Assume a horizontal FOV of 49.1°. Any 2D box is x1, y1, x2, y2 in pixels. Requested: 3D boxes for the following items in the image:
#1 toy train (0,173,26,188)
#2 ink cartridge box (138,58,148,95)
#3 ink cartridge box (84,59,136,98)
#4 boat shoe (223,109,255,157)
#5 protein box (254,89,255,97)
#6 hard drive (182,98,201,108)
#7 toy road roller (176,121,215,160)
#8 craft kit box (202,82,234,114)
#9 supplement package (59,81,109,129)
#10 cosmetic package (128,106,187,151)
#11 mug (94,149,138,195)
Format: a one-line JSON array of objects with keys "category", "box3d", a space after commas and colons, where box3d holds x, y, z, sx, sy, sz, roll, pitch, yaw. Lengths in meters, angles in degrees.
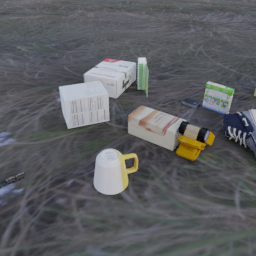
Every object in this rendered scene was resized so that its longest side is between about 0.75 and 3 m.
[{"category": "toy train", "box3d": [-3.594, 1.597, 8.632, 0.862, 0.147, 0.198, -22, 28, -28]}, {"category": "ink cartridge box", "box3d": [0.700, -2.455, 13.487, 0.452, 1.372, 1.886, 1, 30, 1]}, {"category": "ink cartridge box", "box3d": [-0.841, -2.533, 14.020, 1.770, 0.999, 2.412, 14, 36, 20]}, {"category": "boat shoe", "box3d": [4.127, 0.334, 9.946, 1.295, 1.043, 2.793, -6, 30, 15]}, {"category": "protein box", "box3d": [6.958, -2.073, 12.722, 1.131, 1.676, 1.664, -25, 41, -32]}, {"category": "hard drive", "box3d": [2.877, -1.126, 12.682, 0.752, 0.159, 0.507, 24, 40, 31]}, {"category": "toy road roller", "box3d": [2.261, 0.499, 9.748, 0.984, 1.169, 1.601, 22, 2, 29]}, {"category": "craft kit box", "box3d": [3.843, -1.279, 12.015, 1.174, 1.160, 0.285, 26, 42, 32]}, {"category": "supplement package", "box3d": [-1.779, -0.978, 11.423, 1.723, 1.298, 1.308, -12, 35, -17]}, {"category": "cosmetic package", "box3d": [1.059, -0.044, 10.433, 1.955, 0.853, 1.011, 21, 39, 28]}, {"category": "mug", "box3d": [-0.452, 1.157, 8.430, 1.060, 1.087, 1.324, 19, 38, 27]}]
